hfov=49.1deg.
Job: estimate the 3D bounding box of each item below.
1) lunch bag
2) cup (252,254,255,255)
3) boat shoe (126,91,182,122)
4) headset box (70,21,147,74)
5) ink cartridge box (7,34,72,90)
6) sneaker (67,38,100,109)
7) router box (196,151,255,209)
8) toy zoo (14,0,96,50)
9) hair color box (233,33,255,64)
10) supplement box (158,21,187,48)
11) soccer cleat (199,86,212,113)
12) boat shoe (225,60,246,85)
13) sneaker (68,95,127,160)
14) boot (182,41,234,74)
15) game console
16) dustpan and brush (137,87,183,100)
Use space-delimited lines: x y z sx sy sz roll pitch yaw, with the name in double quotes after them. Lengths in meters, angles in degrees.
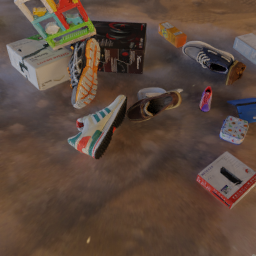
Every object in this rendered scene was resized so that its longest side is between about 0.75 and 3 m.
3.255 0.042 8.626 0.754 0.355 0.941 20 50 21 "lunch bag"
2.641 3.402 4.323 2.298 2.298 1.643 31 80 26 "cup"
0.644 -0.616 8.377 1.883 0.679 0.678 -16 1 32 "boat shoe"
-0.788 -3.312 11.314 2.980 1.118 2.215 5 46 4 "headset box"
-3.268 -2.597 10.713 1.692 0.959 2.308 -32 53 -30 "ink cartridge box"
-1.636 -1.872 9.721 0.973 0.986 2.519 3 73 19 "sneaker"
2.647 1.337 7.393 1.250 0.305 1.122 -31 54 -27 "router box"
-2.350 -3.742 9.049 1.744 2.659 0.272 -17 61 11 "toy zoo"
5.365 -3.220 11.623 0.918 0.562 1.854 -18 48 -16 "hair color box"
1.983 -4.238 12.643 0.536 0.518 1.557 -21 49 -16 "supplement box"
2.671 -0.976 9.561 0.378 0.406 1.109 13 47 12 "soccer cleat"
4.059 -2.070 10.524 0.512 0.545 1.515 21 47 22 "boat shoe"
-0.881 -0.256 8.516 1.188 0.894 2.541 19 51 11 "sneaker"
3.061 -2.783 11.040 2.117 0.770 0.956 21 44 18 "boot"
4.072 -0.608 9.416 1.150 0.680 0.982 -8 78 -8 "game console"
1.133 -1.124 9.672 1.522 0.436 1.062 -4 44 -5 "dustpan and brush"
